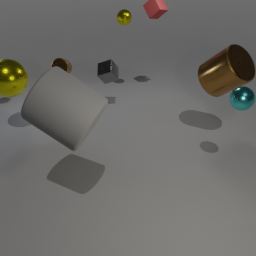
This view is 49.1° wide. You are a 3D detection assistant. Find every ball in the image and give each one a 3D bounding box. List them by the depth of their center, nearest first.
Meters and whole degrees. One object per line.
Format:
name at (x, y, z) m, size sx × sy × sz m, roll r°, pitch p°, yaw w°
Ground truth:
ball at (3.298, -0.849, 8.089) m, size 0.700 × 0.700 × 0.700 m, roll 0°, pitch 30°, yaw 0°
ball at (-4.393, -1.827, 10.282) m, size 1.400 × 1.400 × 1.400 m, roll 0°, pitch 30°, yaw 0°
ball at (-0.171, -5.059, 12.839) m, size 0.700 × 0.700 × 0.700 m, roll 0°, pitch 30°, yaw 0°

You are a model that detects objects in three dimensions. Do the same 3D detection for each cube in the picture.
cube at (-0.882, -2.493, 12.411) m, size 0.700 × 0.700 × 0.700 m, roll -12°, pitch 63°, yaw 22°
cube at (1.262, -5.475, 12.754) m, size 0.700 × 0.700 × 0.700 m, roll -28°, pitch -3°, yaw 42°

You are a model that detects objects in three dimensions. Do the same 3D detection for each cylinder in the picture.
cylinder at (-1.392, -0.422, 6.302) m, size 1.400 × 1.400 × 1.400 m, roll 33°, pitch 34°, yaw -3°
cylinder at (3.446, -1.985, 9.871) m, size 1.400 × 1.400 × 1.400 m, roll -24°, pitch -3°, yaw -35°
cylinder at (-2.776, -2.560, 11.786) m, size 0.700 × 0.700 × 0.700 m, roll 2°, pitch 9°, yaw 3°
